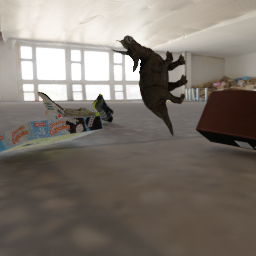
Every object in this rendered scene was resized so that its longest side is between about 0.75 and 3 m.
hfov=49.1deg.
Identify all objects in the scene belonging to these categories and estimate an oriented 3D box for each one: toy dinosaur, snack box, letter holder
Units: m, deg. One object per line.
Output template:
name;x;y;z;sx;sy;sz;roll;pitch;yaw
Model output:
toy dinosaur;0.698;-1.075;6.699;1.293;2.528;0.973;-10;13;38
snack box;-1.315;0.081;4.968;0.959;0.306;1.652;-18;-5;33
letter holder;1.997;-0.158;4.949;1.241;0.882;0.624;11;-15;48

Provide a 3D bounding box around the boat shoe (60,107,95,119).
boat shoe;-1.721;-0.514;10.471;1.602;0.497;0.577;-3;14;-21

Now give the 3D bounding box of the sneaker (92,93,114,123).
sneaker;-0.797;-0.660;9.552;0.623;0.569;1.539;26;-17;13

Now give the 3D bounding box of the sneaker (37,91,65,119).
sneaker;-2.782;-0.745;9.779;1.172;0.548;0.412;43;1;-21
